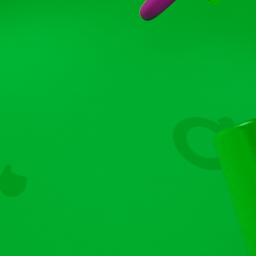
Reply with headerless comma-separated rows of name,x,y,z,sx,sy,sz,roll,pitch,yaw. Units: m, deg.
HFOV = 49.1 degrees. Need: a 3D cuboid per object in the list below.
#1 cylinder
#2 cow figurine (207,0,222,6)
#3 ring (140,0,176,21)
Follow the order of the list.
cylinder,1.682,0.539,2.652,1.380,1.380,1.380,-12,79,-11
cow figurine,1.860,-3.285,6.423,0.866,0.483,0.880,19,59,-33
ring,0.937,-2.979,5.947,0.351,1.755,1.755,44,50,-17
